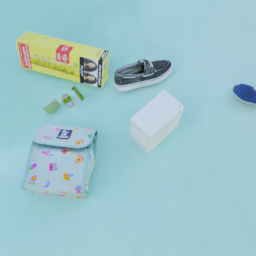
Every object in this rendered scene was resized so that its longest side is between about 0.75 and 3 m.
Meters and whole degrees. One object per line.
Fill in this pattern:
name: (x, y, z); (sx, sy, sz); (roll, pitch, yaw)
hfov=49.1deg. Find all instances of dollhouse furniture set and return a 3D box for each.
dollhouse furniture set: (-2.016, -0.749, 8.822); (1.248, 0.623, 0.482); (-38, 89, -9)

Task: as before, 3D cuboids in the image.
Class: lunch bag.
lunch bag: (-1.799, 0.830, 7.804); (1.749, 1.252, 2.053); (5, 68, 4)

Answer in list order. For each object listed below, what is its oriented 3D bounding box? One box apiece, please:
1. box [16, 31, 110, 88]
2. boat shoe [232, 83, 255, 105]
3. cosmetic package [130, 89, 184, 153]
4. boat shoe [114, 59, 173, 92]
box: (-2.076, -2.232, 9.112); (2.890, 1.088, 0.724); (16, 46, 6)
boat shoe: (4.023, -1.010, 8.937); (1.486, 0.538, 0.537); (26, 110, 6)
cosmetic package: (0.810, -0.168, 8.194); (1.352, 1.357, 0.834); (-41, 74, -15)
boat shoe: (0.547, -1.839, 9.079); (2.149, 0.762, 0.774); (-25, 56, -16)
